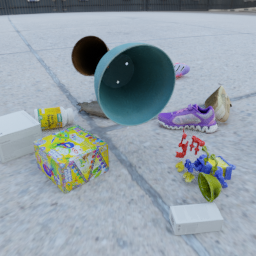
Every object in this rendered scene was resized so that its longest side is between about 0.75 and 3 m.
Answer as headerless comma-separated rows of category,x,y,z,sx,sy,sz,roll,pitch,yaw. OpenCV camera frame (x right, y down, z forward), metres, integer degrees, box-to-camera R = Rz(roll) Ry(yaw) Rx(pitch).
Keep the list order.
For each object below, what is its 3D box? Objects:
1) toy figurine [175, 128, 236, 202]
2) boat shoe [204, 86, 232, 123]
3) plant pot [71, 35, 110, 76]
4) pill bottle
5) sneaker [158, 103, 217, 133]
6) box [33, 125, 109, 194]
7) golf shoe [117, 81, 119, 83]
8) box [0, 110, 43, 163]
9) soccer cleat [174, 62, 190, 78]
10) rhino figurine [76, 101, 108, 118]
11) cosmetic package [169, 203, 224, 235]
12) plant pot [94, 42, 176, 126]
toy figurine,2.472,1.005,7.843,1.505,1.325,2.512,6,16,-13
boat shoe,3.930,-1.006,12.094,0.901,0.996,2.794,40,34,-1
plant pot,-1.197,-2.649,10.928,1.480,1.480,1.583,8,4,14
pill bottle,-2.879,-0.409,10.942,1.430,0.806,0.806,-7,29,-19
sneaker,2.320,-0.499,10.890,2.309,1.021,0.929,5,30,12
box,-1.697,0.845,8.420,1.586,1.004,1.646,-23,37,-36
golf shoe,-0.651,-1.895,12.487,1.015,1.260,2.592,-33,70,-24
box,-3.902,0.237,9.558,1.496,0.978,1.489,-22,35,-34
soccer cleat,2.271,-3.075,15.945,2.857,0.953,1.092,-4,58,-17
rhino figurine,-1.376,-0.890,12.035,2.051,0.613,0.897,10,31,22
cosmetic package,1.600,2.151,6.657,1.131,0.403,0.573,-3,29,-6
plant pot,-0.025,-1.404,8.014,2.289,2.289,1.541,-12,32,-21
